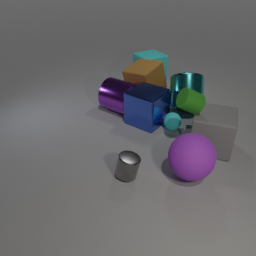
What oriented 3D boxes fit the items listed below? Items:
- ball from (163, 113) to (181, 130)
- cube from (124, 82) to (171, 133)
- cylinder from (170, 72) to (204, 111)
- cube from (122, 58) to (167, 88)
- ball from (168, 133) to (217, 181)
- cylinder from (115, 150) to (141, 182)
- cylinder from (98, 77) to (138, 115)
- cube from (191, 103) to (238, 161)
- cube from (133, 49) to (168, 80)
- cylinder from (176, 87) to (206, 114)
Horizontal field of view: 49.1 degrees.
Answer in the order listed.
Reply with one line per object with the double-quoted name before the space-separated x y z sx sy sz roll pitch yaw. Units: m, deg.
"ball" 1.756 -0.261 11.068 0.700 0.700 0.700 0 32 0
"cube" 0.782 -0.875 11.381 1.400 1.400 1.400 22 38 31
"cylinder" 2.490 -1.490 11.870 1.400 1.400 1.400 2 -5 0
"cube" 0.800 -2.274 13.126 1.400 1.400 1.400 18 47 38
"ball" 1.880 0.848 8.264 1.400 1.400 1.400 0 32 0
"cylinder" -0.012 1.172 8.664 0.700 0.700 0.700 10 30 -6
"cylinder" -0.342 -1.378 12.184 1.400 1.400 1.400 21 38 29
"cube" 2.979 0.093 9.791 1.400 1.400 1.400 11 35 16
"cube" 1.211 -3.360 15.346 1.400 1.400 1.400 -17 35 -25
"cylinder" 2.050 -0.885 9.180 0.700 0.700 0.700 19 25 -23
